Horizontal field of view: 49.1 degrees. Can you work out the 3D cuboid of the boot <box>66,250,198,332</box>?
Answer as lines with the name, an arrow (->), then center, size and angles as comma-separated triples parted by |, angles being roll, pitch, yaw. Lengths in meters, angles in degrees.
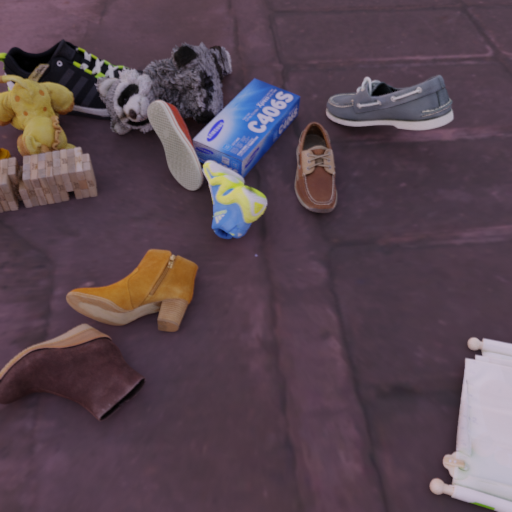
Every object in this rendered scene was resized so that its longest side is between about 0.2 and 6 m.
boot -> -1.990, 0.452, 9.245 | 1.917, 0.674, 1.372 | 13, 52, -5

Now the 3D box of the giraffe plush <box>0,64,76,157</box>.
giraffe plush -> -4.405, -2.650, 11.430 | 1.727, 2.001, 1.623 | -14, 82, -32

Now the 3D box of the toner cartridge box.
toner cartridge box -> -0.163, -2.773, 12.014 | 1.210, 0.550, 2.548 | 25, 54, 16

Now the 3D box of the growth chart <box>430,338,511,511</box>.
growth chart -> 3.771, 2.386, 7.938 | 2.049, 0.251, 2.831 | 18, 52, 14

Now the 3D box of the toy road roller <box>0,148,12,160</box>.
toy road roller -> -5.420, -1.971, 11.328 | 0.870, 0.635, 0.535 | -5, 50, -4

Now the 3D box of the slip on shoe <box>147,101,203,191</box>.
slip on shoe -> -1.504, -2.198, 11.090 | 0.575, 0.696, 1.878 | -26, 91, -56

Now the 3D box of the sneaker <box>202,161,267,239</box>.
sneaker -> -0.635, -1.003, 10.347 | 0.797, 1.106, 2.105 | 22, 14, -33

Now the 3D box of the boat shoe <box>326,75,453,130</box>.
boat shoe -> 2.635, -3.285, 11.614 | 1.141, 0.969, 3.135 | -33, 33, -25

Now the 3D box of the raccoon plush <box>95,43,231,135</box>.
raccoon plush -> -1.944, -3.665, 12.658 | 2.339, 1.689, 3.491 | -9, 15, 15

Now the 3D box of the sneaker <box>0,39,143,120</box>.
sneaker -> -3.957, -3.996, 12.456 | 3.608, 1.494, 1.294 | -1, 50, -1

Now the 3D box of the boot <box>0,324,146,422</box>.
boot -> -2.717, 1.860, 8.106 | 1.808, 0.654, 1.504 | -35, 57, -30

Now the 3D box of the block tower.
block tower -> -4.529, -1.401, 10.788 | 2.730, 0.789, 0.737 | -10, 51, -10

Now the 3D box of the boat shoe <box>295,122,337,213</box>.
boat shoe -> 1.157, -1.787, 11.065 | 0.842, 0.798, 2.224 | -4, 50, -3
